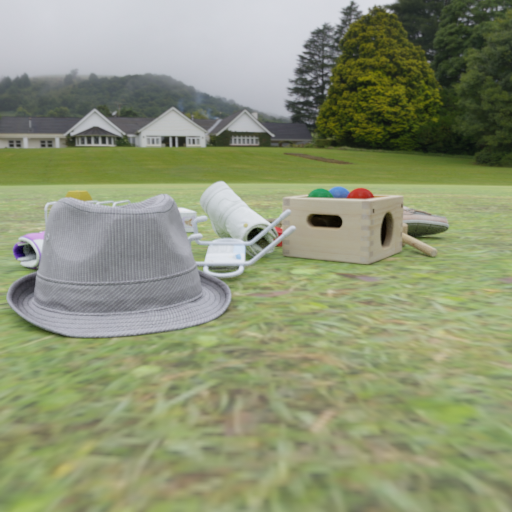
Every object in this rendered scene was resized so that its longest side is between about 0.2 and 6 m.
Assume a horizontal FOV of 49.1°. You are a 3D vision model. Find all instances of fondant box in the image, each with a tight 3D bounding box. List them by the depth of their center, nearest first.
[{"bbox_3d":[-2.657,-0.906,14.536,1.943,0.566,1.402,-5,10,-22],"label":"fondant box"}]

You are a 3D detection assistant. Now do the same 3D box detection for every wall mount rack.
[{"bbox_3d":[-0.225,-0.254,8.739,1.609,0.691,1.852,-1,19,0],"label":"wall mount rack"}]

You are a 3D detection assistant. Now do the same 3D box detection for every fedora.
[{"bbox_3d":[-1.705,-0.074,7.022,2.667,1.362,3.016,-3,10,-19],"label":"fedora"}]

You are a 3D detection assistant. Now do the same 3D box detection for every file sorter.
[{"bbox_3d":[-3.518,-0.668,11.841,1.573,0.979,1.091,1,9,8],"label":"file sorter"}]

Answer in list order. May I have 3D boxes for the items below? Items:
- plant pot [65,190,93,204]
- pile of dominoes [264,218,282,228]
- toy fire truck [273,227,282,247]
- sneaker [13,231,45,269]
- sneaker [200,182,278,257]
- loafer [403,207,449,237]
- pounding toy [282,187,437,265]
[{"bbox_3d":[-6.211,-1.863,19.551,0.811,0.829,0.805,3,10,21],"label":"plant pot"},{"bbox_3d":[0.445,-0.773,15.043,2.151,0.439,2.760,-6,3,-29],"label":"pile of dominoes"},{"bbox_3d":[0.897,-0.534,12.403,0.958,0.331,1.358,9,22,5],"label":"toy fire truck"},{"bbox_3d":[-3.676,-0.289,10.075,1.324,0.842,2.322,-7,11,-23],"label":"sneaker"},{"bbox_3d":[-0.177,-0.415,10.967,1.405,0.896,2.431,46,1,20],"label":"sneaker"},{"bbox_3d":[3.363,-0.908,13.302,2.347,0.738,0.844,-1,-20,2],"label":"loafer"},{"bbox_3d":[2.299,-0.702,11.005,2.503,1.303,2.849,6,11,33],"label":"pounding toy"}]
